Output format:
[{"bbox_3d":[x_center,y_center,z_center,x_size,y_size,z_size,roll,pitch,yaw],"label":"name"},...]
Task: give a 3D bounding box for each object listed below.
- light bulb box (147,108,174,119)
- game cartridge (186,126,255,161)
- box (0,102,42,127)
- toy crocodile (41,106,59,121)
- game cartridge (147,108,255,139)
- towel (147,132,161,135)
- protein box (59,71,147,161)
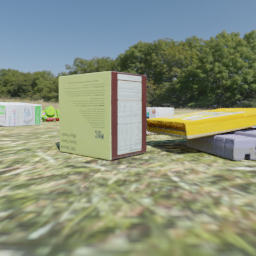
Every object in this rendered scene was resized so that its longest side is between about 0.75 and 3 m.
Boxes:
[{"bbox_3d":[1.499,-0.667,14.258,1.199,0.748,1.189,-4,6,-35],"label":"light bulb box"},{"bbox_3d":[2.513,0.206,5.027,2.509,0.482,1.626,-1,9,-15],"label":"game cartridge"},{"bbox_3d":[-5.012,-0.602,12.021,1.933,0.935,1.706,8,8,36],"label":"box"},{"bbox_3d":[-3.809,-0.713,15.184,2.641,0.815,0.891,-7,-10,-35],"label":"toy crocodile"},{"bbox_3d":[1.510,-0.153,5.298,1.903,0.309,1.678,-11,7,-18],"label":"game cartridge"},{"bbox_3d":[0.410,-0.002,8.453,1.920,0.309,1.834,-3,5,-22],"label":"towel"},{"bbox_3d":[-0.432,-0.221,4.699,1.279,1.288,0.869,4,6,41],"label":"protein box"}]
